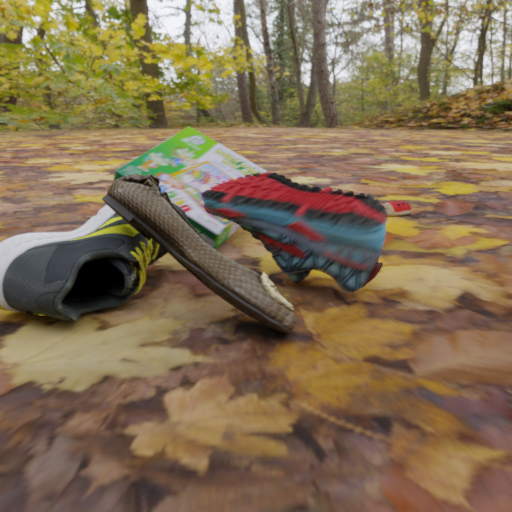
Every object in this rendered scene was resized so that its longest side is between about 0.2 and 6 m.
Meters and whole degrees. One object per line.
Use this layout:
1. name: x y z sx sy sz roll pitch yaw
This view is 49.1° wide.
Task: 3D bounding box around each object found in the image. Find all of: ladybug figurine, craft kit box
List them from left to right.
1. craft kit box: -1.057 -1.347 10.580 2.305 0.559 2.277 32 42 12
2. ladybug figurine: 3.222 -1.090 12.881 0.826 0.297 0.560 -8 18 -27

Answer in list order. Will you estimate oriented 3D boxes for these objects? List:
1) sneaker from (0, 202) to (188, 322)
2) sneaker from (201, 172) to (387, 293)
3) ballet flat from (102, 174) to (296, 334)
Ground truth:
1. sneaker: -1.884 0.105 7.552 1.371 1.207 3.240 19 31 29
2. sneaker: 0.364 -0.272 7.975 2.998 1.432 1.189 20 35 37
3. ballet flat: -0.648 -0.127 6.724 2.999 0.695 1.010 36 -11 22
